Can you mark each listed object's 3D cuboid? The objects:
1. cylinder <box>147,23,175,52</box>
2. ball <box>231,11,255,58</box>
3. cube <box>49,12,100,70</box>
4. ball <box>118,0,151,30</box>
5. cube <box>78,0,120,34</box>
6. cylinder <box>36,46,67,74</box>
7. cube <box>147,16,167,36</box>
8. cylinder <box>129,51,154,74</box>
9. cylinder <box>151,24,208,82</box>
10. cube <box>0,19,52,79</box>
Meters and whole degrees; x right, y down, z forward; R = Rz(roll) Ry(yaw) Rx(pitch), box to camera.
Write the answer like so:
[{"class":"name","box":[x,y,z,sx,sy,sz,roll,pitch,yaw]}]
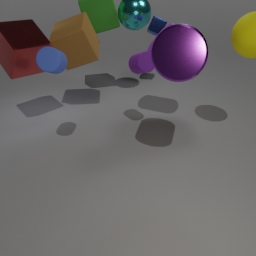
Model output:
[{"class":"cylinder","box":[1.659,-2.857,10.330,1.400,1.400,1.400,36,26,-18]},{"class":"ball","box":[3.969,-2.900,8.756,1.400,1.400,1.400,0,31,0]},{"class":"cube","box":[-2.030,-3.375,10.931,1.400,1.400,1.400,-15,46,13]},{"class":"ball","box":[0.272,-4.805,11.667,1.400,1.400,1.400,0,31,0]},{"class":"cube","box":[-1.235,-4.976,11.956,1.400,1.400,1.400,-15,34,2]},{"class":"cylinder","box":[-2.173,-1.929,8.032,0.700,0.700,0.700,2,7,4]},{"class":"cube","box":[1.368,-4.801,13.309,0.700,0.700,0.700,25,10,-3]},{"class":"cylinder","box":[0.478,-2.222,9.561,0.700,0.700,0.700,-16,12,-25]},{"class":"cylinder","box":[1.399,-2.031,7.546,1.400,1.400,1.400,6,19,10]},{"class":"cube","box":[-3.811,-2.835,10.050,1.400,1.400,1.400,-25,69,-40]}]
